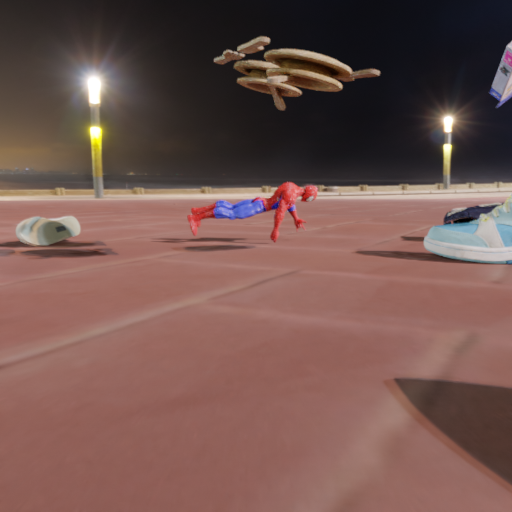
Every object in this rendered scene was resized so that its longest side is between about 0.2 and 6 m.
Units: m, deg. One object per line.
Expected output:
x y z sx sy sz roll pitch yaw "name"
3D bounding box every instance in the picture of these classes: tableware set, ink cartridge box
0.370 -2.262 7.304 1.575 0.477 2.382 9 10 -19 "tableware set"
3.418 -2.490 7.252 0.246 0.700 1.172 47 -5 23 "ink cartridge box"

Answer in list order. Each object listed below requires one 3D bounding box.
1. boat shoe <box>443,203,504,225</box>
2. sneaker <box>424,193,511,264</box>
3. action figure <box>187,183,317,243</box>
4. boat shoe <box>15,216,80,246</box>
4.754 -0.590 10.819 2.324 0.868 1.078 -5 9 31 "boat shoe"
3.749 -0.725 8.049 2.538 1.657 1.010 2 8 19 "sneaker"
0.059 -0.665 10.848 2.471 1.223 0.806 -16 23 10 "action figure"
-4.027 -0.427 10.627 0.564 0.553 1.584 -18 1 22 "boat shoe"
